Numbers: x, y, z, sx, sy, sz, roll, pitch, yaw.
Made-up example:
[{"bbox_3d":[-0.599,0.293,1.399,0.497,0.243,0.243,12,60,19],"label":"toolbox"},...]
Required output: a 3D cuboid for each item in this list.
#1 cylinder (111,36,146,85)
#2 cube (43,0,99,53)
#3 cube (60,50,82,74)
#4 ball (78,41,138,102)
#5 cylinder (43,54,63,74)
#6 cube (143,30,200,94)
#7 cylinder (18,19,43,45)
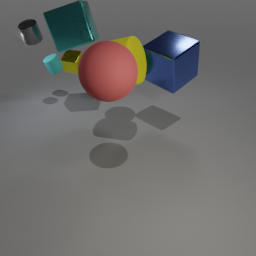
[{"bbox_3d":[-0.331,-1.970,8.573,1.400,1.400,1.400,-3,27,26],"label":"cylinder"},{"bbox_3d":[-2.011,-3.723,10.264,1.400,1.400,1.400,-15,22,9],"label":"cube"},{"bbox_3d":[-2.374,-2.850,12.039,0.700,0.700,0.700,11,60,11],"label":"cube"},{"bbox_3d":[-0.463,-1.316,6.567,1.400,1.400,1.400,0,31,0],"label":"ball"},{"bbox_3d":[-3.489,-2.997,13.124,0.700,0.700,0.700,-16,40,14],"label":"cylinder"},{"bbox_3d":[1.495,-2.323,9.782,1.400,1.400,1.400,-38,52,-25],"label":"cube"},{"bbox_3d":[-3.676,-3.618,10.585,0.700,0.700,0.700,-5,50,6],"label":"cylinder"}]
